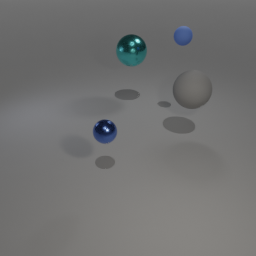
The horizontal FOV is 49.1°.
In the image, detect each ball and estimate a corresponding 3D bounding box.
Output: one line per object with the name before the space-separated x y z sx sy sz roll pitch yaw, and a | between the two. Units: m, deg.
ball | 0.157 -3.472 12.574 1.400 1.400 1.400 0 29 0
ball | -0.656 0.101 7.997 0.700 0.700 0.700 0 29 0
ball | 2.067 -3.451 10.503 0.700 0.700 0.700 0 29 0
ball | 2.331 -1.391 10.161 1.400 1.400 1.400 0 29 0
